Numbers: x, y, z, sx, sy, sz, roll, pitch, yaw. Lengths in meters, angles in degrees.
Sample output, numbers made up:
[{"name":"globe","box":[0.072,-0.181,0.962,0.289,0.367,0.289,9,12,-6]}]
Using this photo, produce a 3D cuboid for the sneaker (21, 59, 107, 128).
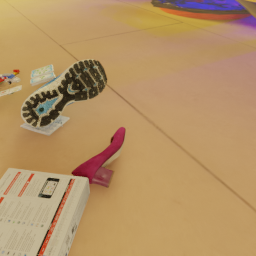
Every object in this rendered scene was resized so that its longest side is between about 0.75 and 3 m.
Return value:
[{"name":"sneaker","box":[-1.758,-1.053,7.479,2.635,1.033,1.185,-34,27,-24]}]

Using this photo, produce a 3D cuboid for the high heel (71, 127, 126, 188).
[{"name":"high heel","box":[-0.558,0.476,6.046,0.810,0.568,1.685,19,42,0]}]

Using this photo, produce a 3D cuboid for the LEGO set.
[{"name":"LEGO set","box":[-3.492,-1.586,8.702,2.343,0.575,1.751,-20,30,-8]}]

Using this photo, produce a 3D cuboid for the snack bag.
[{"name":"snack bag","box":[-2.144,-0.166,7.372,0.931,0.106,0.987,15,34,20]}]

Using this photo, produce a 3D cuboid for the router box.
[{"name":"router box","box":[-1.685,1.538,4.801,1.631,0.444,1.817,6,37,8]}]
